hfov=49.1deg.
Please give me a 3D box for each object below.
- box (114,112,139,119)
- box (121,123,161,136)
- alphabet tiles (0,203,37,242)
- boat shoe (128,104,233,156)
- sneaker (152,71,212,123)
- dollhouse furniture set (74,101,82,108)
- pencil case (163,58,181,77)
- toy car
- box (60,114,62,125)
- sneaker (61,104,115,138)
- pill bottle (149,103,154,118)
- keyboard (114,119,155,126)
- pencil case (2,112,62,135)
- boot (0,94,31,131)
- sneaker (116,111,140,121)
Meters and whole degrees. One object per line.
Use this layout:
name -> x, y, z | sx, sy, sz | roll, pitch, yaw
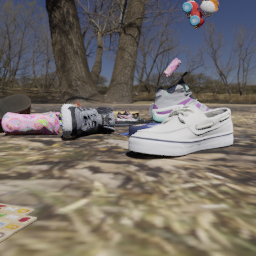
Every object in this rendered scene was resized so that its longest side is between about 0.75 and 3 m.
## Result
box -> -1.031, -0.688, 14.761 | 2.965, 0.315, 2.424 | 1, 6, 12
box -> 0.880, 0.066, 7.875 | 1.973, 0.320, 1.195 | 3, 7, 33
alphabet tiles -> -1.261, 0.793, 2.392 | 0.853, 0.027, 0.710 | 2, 6, 21
boat shoe -> 1.201, -0.022, 5.693 | 2.830, 0.930, 1.018 | -4, 7, -33
sneaker -> 2.414, -1.173, 10.948 | 2.916, 2.039, 1.133 | 3, 7, 6
dollhouse furniture set -> -2.676, -0.793, 14.193 | 0.735, 0.555, 1.366 | -28, 26, -2
pencil case -> 2.075, -2.808, 13.138 | 0.413, 0.944, 0.413 | 42, 5, -4
toy car -> 2.426, -3.904, 9.186 | 1.048, 0.927, 0.966 | -29, 5, 22
box -> -1.949, -0.367, 11.355 | 1.788, 0.426, 1.090 | -3, 6, -29
sneaker -> -1.040, -0.234, 7.801 | 1.333, 0.884, 2.343 | -2, 4, 0
pill bottle -> 1.891, -0.809, 12.892 | 1.718, 0.962, 0.962 | -2, 7, -22
keyboard -> 0.082, -0.210, 10.992 | 1.905, 0.196, 1.211 | 0, 6, -6
pencil case -> -2.742, -0.136, 8.056 | 1.575, 0.689, 0.689 | -1, 6, -3
boot -> -4.244, -0.162, 8.402 | 2.693, 1.016, 0.991 | -18, 59, -30
sneaker -> 0.035, -0.522, 12.447 | 1.134, 0.489, 0.455 | -2, 8, -22
